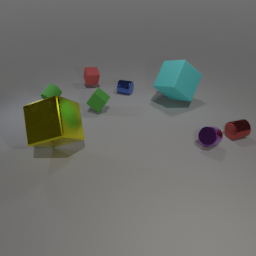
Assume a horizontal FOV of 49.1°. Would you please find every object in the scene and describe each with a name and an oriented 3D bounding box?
[{"bbox_3d":[-3.520,-1.563,12.885,0.700,0.700,0.700,19,65,30],"label":"cylinder"},{"bbox_3d":[-1.342,-1.270,12.704,0.700,0.700,0.700,38,28,-8],"label":"cube"},{"bbox_3d":[-1.992,-2.841,15.298,0.700,0.700,0.700,-5,50,-21],"label":"cube"},{"bbox_3d":[2.330,-2.223,13.197,1.400,1.400,1.400,29,-8,-36],"label":"cube"},{"bbox_3d":[4.249,0.051,10.869,0.700,0.700,0.700,-11,31,-18],"label":"cylinder"},{"bbox_3d":[-2.526,-0.160,9.647,1.400,1.400,1.400,-15,-11,19],"label":"cube"},{"bbox_3d":[3.014,0.292,10.232,0.700,0.700,0.700,21,12,32],"label":"cylinder"},{"bbox_3d":[-0.136,-2.152,14.743,0.700,0.700,0.700,11,32,20],"label":"cylinder"}]
